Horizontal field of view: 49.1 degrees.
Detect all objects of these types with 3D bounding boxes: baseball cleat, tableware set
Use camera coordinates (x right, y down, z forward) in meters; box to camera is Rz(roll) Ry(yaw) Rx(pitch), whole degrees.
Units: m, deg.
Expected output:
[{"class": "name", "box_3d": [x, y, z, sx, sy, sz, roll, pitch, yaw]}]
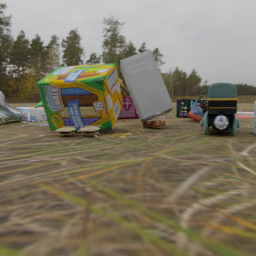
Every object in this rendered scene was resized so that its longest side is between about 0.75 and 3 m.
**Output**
[{"class": "baseball cleat", "box_3d": [-5.203, -0.881, 11.932, 0.885, 1.351, 2.539, -5, 4, 1]}, {"class": "tableware set", "box_3d": [-1.411, 0.125, 7.962, 1.259, 0.252, 0.832, -1, 10, 8]}]

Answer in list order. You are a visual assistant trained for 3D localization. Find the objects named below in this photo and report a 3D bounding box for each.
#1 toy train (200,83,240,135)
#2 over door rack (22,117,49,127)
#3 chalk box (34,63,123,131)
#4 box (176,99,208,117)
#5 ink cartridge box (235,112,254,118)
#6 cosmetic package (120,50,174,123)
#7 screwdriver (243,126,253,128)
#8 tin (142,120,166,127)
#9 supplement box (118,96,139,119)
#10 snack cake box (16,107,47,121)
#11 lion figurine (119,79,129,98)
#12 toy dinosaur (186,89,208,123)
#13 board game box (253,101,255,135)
[{"class": "toy train", "box_3d": [2.943, -0.642, 8.898, 1.153, 1.542, 2.706, 3, 7, 17]}, {"class": "over door rack", "box_3d": [-3.465, -0.248, 10.834, 1.041, 0.347, 0.769, 1, 6, 9]}, {"class": "chalk box", "box_3d": [-1.721, -1.018, 9.111, 2.731, 1.693, 1.705, 0, 29, 13]}, {"class": "box", "box_3d": [3.501, -1.089, 15.286, 1.610, 1.000, 1.195, 2, 7, 17]}, {"class": "ink cartridge box", "box_3d": [6.214, -0.725, 15.392, 1.100, 0.276, 1.268, -5, 8, -45]}, {"class": "cosmetic package", "box_3d": [0.663, -1.498, 10.327, 1.258, 2.355, 1.062, -18, -4, -3]}, {"class": "screwdriver", "box_3d": [4.338, -0.032, 9.663, 0.150, 0.157, 1.076, 0, 10, -15]}, {"class": "tin", "box_3d": [0.920, -0.148, 10.000, 0.535, 0.200, 0.956, 9, -9, -40]}, {"class": "supplement box", "box_3d": [-0.511, -1.080, 14.564, 2.232, 1.152, 1.461, -3, 7, -28]}, {"class": "snack cake box", "box_3d": [-4.604, -0.687, 13.559, 1.020, 0.596, 1.774, -3, 7, -40]}, {"class": "lion figurine", "box_3d": [-0.852, -2.064, 12.280, 2.245, 0.813, 1.375, 13, -12, 11]}, {"class": "toy dinosaur", "box_3d": [3.267, -0.558, 13.029, 2.281, 1.320, 2.513, -24, -18, -42]}, {"class": "board game box", "box_3d": [4.746, -0.279, 8.186, 1.901, 0.979, 0.997, 2, 7, 21]}]
